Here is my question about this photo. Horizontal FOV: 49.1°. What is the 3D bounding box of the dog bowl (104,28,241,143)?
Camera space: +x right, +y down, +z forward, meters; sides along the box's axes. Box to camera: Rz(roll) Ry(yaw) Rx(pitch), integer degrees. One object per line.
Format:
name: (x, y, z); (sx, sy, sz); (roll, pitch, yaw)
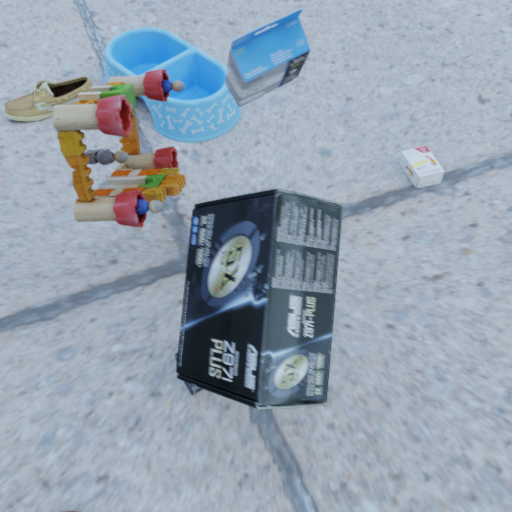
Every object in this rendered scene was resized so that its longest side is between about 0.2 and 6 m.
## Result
dog bowl: (-2.055, -4.136, 13.128); (2.161, 0.961, 3.877); (-38, 61, -25)

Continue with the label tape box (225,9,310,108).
label tape box: (0.151, -2.545, 7.311); (0.988, 1.379, 0.456); (-29, 91, -8)

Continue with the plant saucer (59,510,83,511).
plant saucer: (-2.507, 4.025, 7.267); (1.321, 0.228, 1.321); (0, 52, 0)

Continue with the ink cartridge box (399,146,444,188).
ink cartridge box: (3.467, -1.867, 11.748); (0.600, 0.345, 0.827); (-14, 53, -10)

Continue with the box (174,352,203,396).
box: (-0.813, 1.696, 8.738); (0.745, 0.751, 0.463); (-25, 56, -17)

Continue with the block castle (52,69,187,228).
block castle: (-1.689, -1.563, 7.868); (1.208, 1.721, 2.576); (-1, 26, 5)

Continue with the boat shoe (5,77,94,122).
boat shoe: (-4.772, -3.695, 12.933); (2.132, 0.708, 0.789); (-18, 54, -13)

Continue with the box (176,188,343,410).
box: (-0.021, 0.478, 6.563); (0.967, 1.840, 2.247); (8, 85, -35)
